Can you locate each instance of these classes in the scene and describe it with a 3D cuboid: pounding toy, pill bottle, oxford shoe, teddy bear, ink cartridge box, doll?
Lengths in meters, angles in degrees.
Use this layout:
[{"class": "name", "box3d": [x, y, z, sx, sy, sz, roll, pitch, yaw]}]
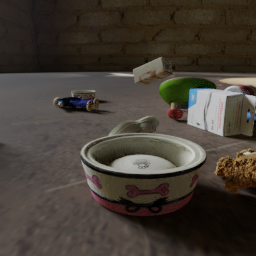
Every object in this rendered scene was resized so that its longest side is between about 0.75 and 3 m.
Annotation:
[{"class": "pounding toy", "box3d": [2.509, -0.893, 11.600, 2.307, 1.387, 2.989, -2, -15, 24]}, {"class": "pill bottle", "box3d": [5.444, -1.466, 13.342, 1.202, 1.202, 2.127, 13, 18, 42]}, {"class": "oxford shoe", "box3d": [0.337, 0.208, 7.786, 0.759, 0.989, 2.630, 48, 20, 12]}, {"class": "teddy bear", "box3d": [2.399, 0.785, 5.159, 1.392, 0.641, 1.919, -19, 2, -28]}, {"class": "ink cartridge box", "box3d": [3.043, -0.559, 9.416, 0.777, 1.350, 2.331, -7, 16, -25]}, {"class": "doll", "box3d": [-2.692, -1.227, 13.613, 2.451, 0.594, 1.672, 8, 21, 31]}]

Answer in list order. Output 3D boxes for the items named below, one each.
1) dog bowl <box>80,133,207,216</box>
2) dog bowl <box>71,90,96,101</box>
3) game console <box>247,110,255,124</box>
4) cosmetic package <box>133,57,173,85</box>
[{"class": "dog bowl", "box3d": [0.261, 0.776, 5.197, 2.264, 0.835, 2.264, 1, 14, 0]}, {"class": "dog bowl", "box3d": [-2.594, -1.887, 16.376, 1.445, 0.533, 1.445, 0, 13, 0]}, {"class": "game console", "box3d": [4.875, -0.841, 11.067, 1.180, 1.713, 1.988, 28, 17, 2]}, {"class": "cosmetic package", "box3d": [1.044, -2.352, 11.788, 1.498, 0.653, 0.774, -15, -10, 40]}]
